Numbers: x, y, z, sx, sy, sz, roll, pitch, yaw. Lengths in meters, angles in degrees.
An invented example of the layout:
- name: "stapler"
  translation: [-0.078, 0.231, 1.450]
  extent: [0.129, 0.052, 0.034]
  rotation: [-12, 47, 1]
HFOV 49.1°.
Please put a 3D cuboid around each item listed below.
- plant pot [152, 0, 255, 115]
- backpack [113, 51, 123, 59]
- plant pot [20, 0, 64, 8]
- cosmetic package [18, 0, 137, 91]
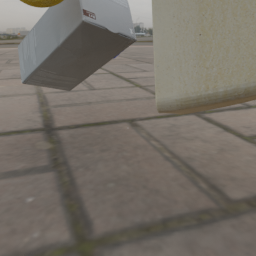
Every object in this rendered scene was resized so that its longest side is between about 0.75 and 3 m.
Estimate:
- name: "plant pot"
  translation: [1.809, -1.639, 4.322]
  extent: [2.405, 2.716, 2.713]
  rotation: [-3, 1, 17]
- name: "backpack"
  translation: [-0.825, -3.111, 9.017]
  extent: [1.860, 1.561, 1.511]
  rotation: [48, 2, 16]
- name: "plant pot"
  translation: [-1.434, -2.596, 4.139]
  extent: [1.279, 1.279, 1.203]
  rotation: [-2, 9, -5]
- name: "cosmetic package"
  translation: [-1.322, -2.021, 6.683]
  extent: [1.512, 1.276, 2.830]
  rotation: [6, -25, -46]
